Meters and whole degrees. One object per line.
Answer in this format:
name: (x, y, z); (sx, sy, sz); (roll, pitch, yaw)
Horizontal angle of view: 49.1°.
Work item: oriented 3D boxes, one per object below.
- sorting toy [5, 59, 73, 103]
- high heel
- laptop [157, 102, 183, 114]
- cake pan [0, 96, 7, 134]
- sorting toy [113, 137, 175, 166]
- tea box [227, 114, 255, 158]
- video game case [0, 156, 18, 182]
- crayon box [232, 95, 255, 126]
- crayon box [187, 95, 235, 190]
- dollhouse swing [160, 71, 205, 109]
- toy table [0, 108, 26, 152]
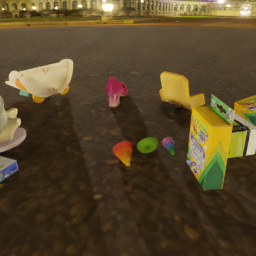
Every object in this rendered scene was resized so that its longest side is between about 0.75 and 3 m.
sorting toy: (-4.421, -2.255, 13.329); (2.593, 1.539, 2.881); (11, 27, 39)
high heel: (-0.528, -2.004, 12.747); (0.899, 1.280, 2.669); (5, 26, 10)
laptop: (1.749, -0.801, 11.661); (0.716, 0.443, 0.764); (25, 63, 43)
cake pan: (-4.381, 0.019, 7.670); (2.424, 0.444, 2.424); (-12, 46, 13)
sorting toy: (0.522, 0.707, 8.032); (1.841, 0.638, 0.634); (-8, 49, -12)
tea box: (3.003, 0.211, 8.520); (1.264, 0.859, 1.285); (-6, 26, -12)
video game case: (-3.859, 1.162, 7.108); (1.353, 0.339, 1.493); (12, 28, 23)
crayon box: (4.916, -0.695, 10.510); (1.235, 0.506, 1.964); (-19, 31, -10)
crayon box: (1.968, 0.322, 6.921); (0.520, 2.018, 1.269); (-3, 25, -7)
dollhouse swing: (2.341, -1.757, 12.071); (1.477, 1.429, 1.625); (-21, 31, -36)
toy table: (-3.959, 0.041, 8.826); (1.460, 0.930, 1.588); (3, 26, 7)
